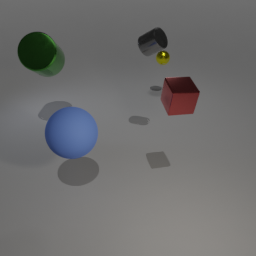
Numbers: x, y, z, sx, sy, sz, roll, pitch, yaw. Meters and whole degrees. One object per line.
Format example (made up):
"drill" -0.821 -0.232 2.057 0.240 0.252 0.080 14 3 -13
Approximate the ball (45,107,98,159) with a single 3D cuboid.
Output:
"ball" -1.508 0.129 7.523 1.400 1.400 1.400 0 30 0

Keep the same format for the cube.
"cube" 1.296 -0.811 7.093 0.700 0.700 0.700 -5 44 -12

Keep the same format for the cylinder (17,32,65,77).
"cylinder" -3.223 -2.730 10.573 1.400 1.400 1.400 0 2 0

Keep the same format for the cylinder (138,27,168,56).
"cylinder" 0.790 -2.739 8.930 0.700 0.700 0.700 -15 15 42

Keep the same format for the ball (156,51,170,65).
"ball" 1.733 -3.482 13.897 0.700 0.700 0.700 0 30 0
